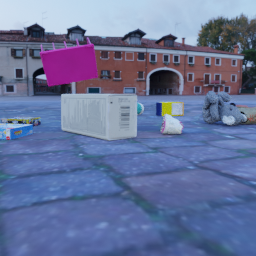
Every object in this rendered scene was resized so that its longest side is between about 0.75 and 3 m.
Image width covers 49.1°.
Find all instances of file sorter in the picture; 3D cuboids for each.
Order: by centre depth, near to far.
[{"bbox_3d":[-2.277,-2.619,10.774,1.919,1.334,1.204,-12,39,-11],"label":"file sorter"}]

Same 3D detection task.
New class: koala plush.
[{"bbox_3d":[4.166,-0.632,12.049,1.449,1.502,1.634,-7,31,-43],"label":"koala plush"}]

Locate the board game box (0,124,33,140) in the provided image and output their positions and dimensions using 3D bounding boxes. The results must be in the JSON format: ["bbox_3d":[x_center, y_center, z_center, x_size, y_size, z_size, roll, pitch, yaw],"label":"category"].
[{"bbox_3d":[-3.879,0.097,8.913,1.183,0.338,1.208,2,7,12],"label":"board game box"}]

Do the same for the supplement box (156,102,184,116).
[{"bbox_3d":[2.528,-1.154,16.932,1.516,0.825,0.830,-2,7,-12],"label":"supplement box"}]

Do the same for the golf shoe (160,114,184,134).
[{"bbox_3d":[1.534,-0.081,9.796,0.757,0.623,1.655,12,14,5],"label":"golf shoe"}]

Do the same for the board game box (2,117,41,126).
[{"bbox_3d":[-4.472,-0.261,11.790,1.227,0.348,1.015,1,5,11],"label":"board game box"}]

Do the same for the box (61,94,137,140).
[{"bbox_3d":[-1.070,-0.462,9.315,1.138,1.390,2.927,-5,10,-39],"label":"box"}]

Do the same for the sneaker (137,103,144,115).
[{"bbox_3d":[-0.525,-1.311,17.460,2.683,1.122,1.620,7,0,35],"label":"sneaker"}]

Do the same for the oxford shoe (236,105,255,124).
[{"bbox_3d":[5.552,-0.467,12.092,2.636,0.928,0.986,0,23,43],"label":"oxford shoe"}]
